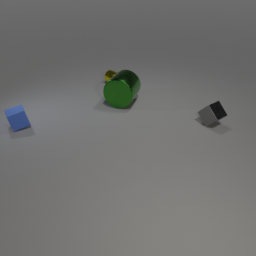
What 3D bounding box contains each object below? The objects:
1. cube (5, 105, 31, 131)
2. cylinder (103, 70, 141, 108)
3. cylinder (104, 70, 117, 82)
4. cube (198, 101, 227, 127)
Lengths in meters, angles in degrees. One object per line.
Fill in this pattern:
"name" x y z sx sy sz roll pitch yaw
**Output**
"cube" -4.416 -0.409 11.203 0.700 0.700 0.700 -24 35 -18
"cylinder" -0.259 -1.821 12.967 1.400 1.400 1.400 9 31 15
"cylinder" -0.807 -2.722 15.202 0.700 0.700 0.700 -21 37 -31
"cube" 3.419 -0.575 11.343 0.700 0.700 0.700 -23 81 -33
